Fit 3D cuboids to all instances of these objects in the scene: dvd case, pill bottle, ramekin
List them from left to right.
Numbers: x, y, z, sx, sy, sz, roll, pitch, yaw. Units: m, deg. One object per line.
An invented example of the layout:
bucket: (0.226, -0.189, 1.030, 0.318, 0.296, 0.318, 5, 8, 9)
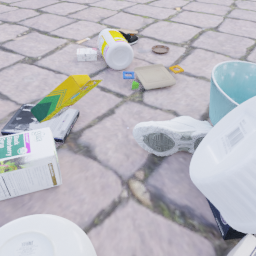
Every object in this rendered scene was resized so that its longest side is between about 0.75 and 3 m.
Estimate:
dvd case: (-2.524, -0.172, 8.242, 1.860, 0.230, 1.398, 7, 39, 8)
pill bottle: (-0.588, -3.294, 11.368, 1.115, 1.115, 2.139, -11, 41, -13)
ramekin: (1.421, 0.313, 3.161, 0.751, 1.541, 1.541, 42, 45, -5)

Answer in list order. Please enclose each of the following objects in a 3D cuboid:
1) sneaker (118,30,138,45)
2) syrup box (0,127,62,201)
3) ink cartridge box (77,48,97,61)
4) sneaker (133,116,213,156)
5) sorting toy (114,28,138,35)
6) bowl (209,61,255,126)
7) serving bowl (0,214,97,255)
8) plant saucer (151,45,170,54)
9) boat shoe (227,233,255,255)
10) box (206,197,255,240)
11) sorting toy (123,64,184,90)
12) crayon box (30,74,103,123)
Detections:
sneaker: (-0.187, -4.127, 12.759, 1.459, 0.639, 0.553, -18, 42, -20)
syrup box: (-2.904, 0.913, 6.255, 2.631, 1.071, 1.036, -13, 42, -14)
ink cartridge box: (-1.707, -3.070, 11.707, 0.806, 0.334, 0.591, -3, 39, -4)
sneaker: (1.243, 0.124, 7.520, 2.293, 0.893, 1.139, 6, 32, -6)
sorting toy: (-0.217, -4.663, 13.624, 1.049, 0.207, 1.133, 19, 28, 24)
bowl: (3.293, -0.475, 7.447, 2.755, 1.441, 2.755, 8, 43, -7)
serving bowl: (-1.666, 2.382, 4.697, 2.334, 0.768, 2.334, 0, 38, 0)
plant saucer: (1.431, -3.444, 12.333, 0.804, 0.129, 0.804, 0, 40, 0)
boat shoe: (1.679, 2.828, 4.197, 1.135, 0.914, 2.447, 37, 55, 23)
box: (2.083, 1.169, 5.798, 0.693, 1.241, 1.758, -6, 39, -5)
sorting toy: (0.967, -1.833, 10.230, 2.340, 0.319, 1.318, -11, 45, -12)
crayon box: (-1.040, -0.578, 4.856, 1.166, 0.296, 0.740, -36, 2, 16)
